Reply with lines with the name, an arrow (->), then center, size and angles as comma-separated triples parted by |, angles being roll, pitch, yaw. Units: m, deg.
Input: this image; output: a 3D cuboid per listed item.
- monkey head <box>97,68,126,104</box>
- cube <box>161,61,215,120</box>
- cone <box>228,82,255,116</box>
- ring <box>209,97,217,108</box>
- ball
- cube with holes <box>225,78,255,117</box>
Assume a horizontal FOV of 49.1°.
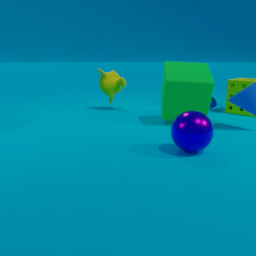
monkey head -> -0.599, -1.649, 10.532 | 0.860, 1.427, 1.026 | -26, 23, -20
cube -> 1.716, -1.117, 8.451 | 1.327, 1.327, 1.327 | 3, 37, 3
cone -> 3.418, -0.622, 7.625 | 0.971, 0.975, 0.971 | -33, -3, -2
ring -> 2.745, -1.206, 10.699 | 1.416, 0.283, 1.416 | 32, 3, -2
ball -> 1.363, 0.072, 5.976 | 0.898, 0.898, 0.898 | 0, 15, 0
cube with holes -> 4.336, -1.132, 10.035 | 1.185, 1.185, 1.185 | 14, 20, 41
